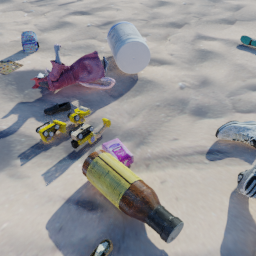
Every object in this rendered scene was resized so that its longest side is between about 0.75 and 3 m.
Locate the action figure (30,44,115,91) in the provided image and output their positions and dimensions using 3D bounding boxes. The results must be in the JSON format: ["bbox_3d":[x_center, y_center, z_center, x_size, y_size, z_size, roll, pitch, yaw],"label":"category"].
[{"bbox_3d":[-2.296,-1.983,10.989,2.964,1.986,2.207,-25,83,-15],"label":"action figure"}]

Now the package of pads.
[{"bbox_3d":[-0.312,0.739,8.213,0.579,0.364,0.962,-23,45,-21],"label":"package of pads"}]

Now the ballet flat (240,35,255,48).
[{"bbox_3d":[6.338,-4.356,14.338,0.460,0.460,1.281,-26,49,-27],"label":"ballet flat"}]

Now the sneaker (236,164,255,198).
[{"bbox_3d":[3.380,1.038,7.237,1.741,1.006,0.653,-43,87,-11],"label":"sneaker"}]

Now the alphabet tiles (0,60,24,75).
[{"bbox_3d":[-5.516,-2.779,12.659,1.207,0.046,1.009,20,44,23],"label":"alphabet tiles"}]

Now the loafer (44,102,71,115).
[{"bbox_3d":[-2.523,-0.727,9.975,0.970,0.341,0.330,-15,42,-17],"label":"loafer"}]

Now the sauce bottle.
[{"bbox_3d":[0.036,1.599,6.772,0.944,0.944,2.859,-29,49,-30],"label":"sauce bottle"}]

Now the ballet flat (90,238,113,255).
[{"bbox_3d":[-0.695,2.728,5.858,0.368,0.340,1.043,22,45,24],"label":"ballet flat"}]

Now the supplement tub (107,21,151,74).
[{"bbox_3d":[-0.020,-3.627,12.487,1.560,1.560,2.364,-8,42,-10],"label":"supplement tub"}]

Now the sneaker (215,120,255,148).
[{"bbox_3d":[3.556,0.232,8.639,1.556,0.587,0.895,-9,39,-14],"label":"sneaker"}]

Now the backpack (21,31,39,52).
[{"bbox_3d":[-4.839,-4.263,13.757,0.819,0.898,0.604,-5,40,-7],"label":"backpack"}]

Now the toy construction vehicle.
[{"bbox_3d":[-1.684,0.049,8.944,1.622,0.656,1.863,16,39,35],"label":"toy construction vehicle"}]
